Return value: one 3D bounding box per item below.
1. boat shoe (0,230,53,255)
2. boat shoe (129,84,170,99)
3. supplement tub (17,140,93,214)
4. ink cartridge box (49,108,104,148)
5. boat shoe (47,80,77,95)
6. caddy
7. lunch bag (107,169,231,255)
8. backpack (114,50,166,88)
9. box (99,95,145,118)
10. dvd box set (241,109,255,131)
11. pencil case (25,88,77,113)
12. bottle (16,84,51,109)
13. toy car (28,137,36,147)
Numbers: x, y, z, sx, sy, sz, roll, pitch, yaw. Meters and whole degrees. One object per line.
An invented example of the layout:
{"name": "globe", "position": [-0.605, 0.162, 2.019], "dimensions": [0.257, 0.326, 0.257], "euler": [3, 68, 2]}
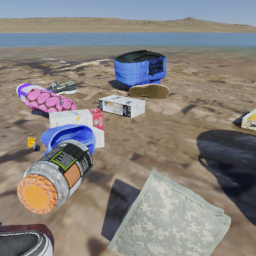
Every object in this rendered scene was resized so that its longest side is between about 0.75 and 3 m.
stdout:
{"name": "boat shoe", "position": [-2.069, 1.514, 3.126], "dimensions": [2.365, 0.783, 0.827], "euler": [-8, 22, -20]}
{"name": "boat shoe", "position": [0.924, -1.598, 11.883], "dimensions": [1.712, 0.618, 0.556], "euler": [0, 21, 17]}
{"name": "supplement tub", "position": [-1.234, 0.819, 4.907], "dimensions": [0.836, 0.836, 1.365], "euler": [6, 22, 16]}
{"name": "ink cartridge box", "position": [-1.261, 0.049, 6.918], "dimensions": [1.259, 0.917, 0.521], "euler": [-6, 21, -17]}
{"name": "boat shoe", "position": [-3.120, -1.751, 12.316], "dimensions": [1.848, 0.557, 0.699], "euler": [-18, 27, -41]}
{"name": "caddy", "position": [-1.260, 0.382, 6.062], "dimensions": [0.654, 0.881, 1.246], "euler": [8, 18, 43]}
{"name": "lunch bag", "position": [0.450, 1.078, 3.116], "dimensions": [0.946, 1.153, 0.678], "euler": [32, 30, 10]}
{"name": "backpack", "position": [0.490, -2.562, 12.736], "dimensions": [2.123, 1.782, 1.725], "euler": [-15, 24, -29]}
{"name": "box", "position": [-0.225, -0.786, 9.872], "dimensions": [1.462, 0.439, 0.852], "euler": [15, 25, 34]}
{"name": "dvd box set", "position": [4.777, -0.113, 8.178], "dimensions": [2.332, 0.343, 1.707], "euler": [17, 25, 37]}
{"name": "pencil case", "position": [-2.430, -0.722, 8.570], "dimensions": [1.709, 0.776, 0.801], "euler": [18, 54, 33]}
{"name": "bottle", "position": [-3.704, -1.286, 10.847], "dimensions": [0.897, 0.701, 2.148], "euler": [-19, 27, -36]}
{"name": "toy car", "position": [-1.846, 0.514, 6.291], "dimensions": [0.885, 0.434, 0.294], "euler": [15, 53, -21]}
